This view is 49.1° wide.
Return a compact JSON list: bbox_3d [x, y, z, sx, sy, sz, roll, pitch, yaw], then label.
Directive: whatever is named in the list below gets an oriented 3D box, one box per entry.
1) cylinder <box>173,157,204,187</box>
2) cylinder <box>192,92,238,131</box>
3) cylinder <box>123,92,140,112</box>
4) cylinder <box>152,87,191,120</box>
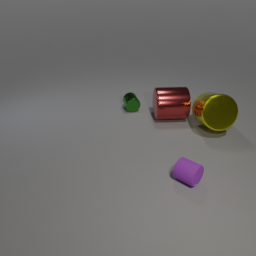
[{"bbox_3d":[1.853,1.337,8.599,0.700,0.700,0.700,24,37,36],"label":"cylinder"},{"bbox_3d":[3.412,-0.692,11.120,1.400,1.400,1.400,-2,11,-3],"label":"cylinder"},{"bbox_3d":[0.160,-1.205,13.079,0.700,0.700,0.700,-7,34,-12],"label":"cylinder"},{"bbox_3d":[1.856,-1.071,12.161,1.400,1.400,1.400,-2,29,-4],"label":"cylinder"}]
